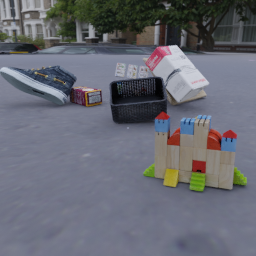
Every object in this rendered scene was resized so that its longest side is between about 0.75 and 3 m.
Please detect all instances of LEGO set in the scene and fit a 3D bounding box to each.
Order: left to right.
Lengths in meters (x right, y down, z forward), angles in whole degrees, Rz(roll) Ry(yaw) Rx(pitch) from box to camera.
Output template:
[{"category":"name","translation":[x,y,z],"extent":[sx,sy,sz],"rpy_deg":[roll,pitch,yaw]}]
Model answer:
[{"category":"LEGO set","translation":[0.076,-1.384,9.451],"extent":[1.107,1.482,0.364],"rpy_deg":[7,-8,1]}]

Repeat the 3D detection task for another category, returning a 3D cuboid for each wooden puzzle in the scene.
[{"category":"wooden puzzle","translation":[1.836,-1.921,10.304],"extent":[2.222,0.514,2.058],"rpy_deg":[-15,67,-41]}]

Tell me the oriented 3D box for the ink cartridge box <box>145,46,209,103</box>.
[{"category":"ink cartridge box","translation":[1.606,-1.772,9.074],"extent":[1.269,0.739,1.753],"rpy_deg":[-23,71,-48]}]

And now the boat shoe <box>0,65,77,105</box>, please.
[{"category":"boat shoe","translation":[-3.061,-1.740,9.697],"extent":[2.490,1.130,0.881],"rpy_deg":[23,-24,3]}]

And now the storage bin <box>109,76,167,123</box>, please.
[{"category":"storage bin","translation":[0.272,-0.764,7.590],"extent":[1.488,0.698,1.006],"rpy_deg":[-6,48,2]}]

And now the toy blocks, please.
[{"category":"toy blocks","translation":[1.046,0.292,4.369],"extent":[1.589,1.086,0.794],"rpy_deg":[6,18,21]}]

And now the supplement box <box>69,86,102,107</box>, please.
[{"category":"supplement box","translation":[-1.503,-1.129,9.850],"extent":[0.643,0.499,1.165],"rpy_deg":[-17,24,-39]}]
